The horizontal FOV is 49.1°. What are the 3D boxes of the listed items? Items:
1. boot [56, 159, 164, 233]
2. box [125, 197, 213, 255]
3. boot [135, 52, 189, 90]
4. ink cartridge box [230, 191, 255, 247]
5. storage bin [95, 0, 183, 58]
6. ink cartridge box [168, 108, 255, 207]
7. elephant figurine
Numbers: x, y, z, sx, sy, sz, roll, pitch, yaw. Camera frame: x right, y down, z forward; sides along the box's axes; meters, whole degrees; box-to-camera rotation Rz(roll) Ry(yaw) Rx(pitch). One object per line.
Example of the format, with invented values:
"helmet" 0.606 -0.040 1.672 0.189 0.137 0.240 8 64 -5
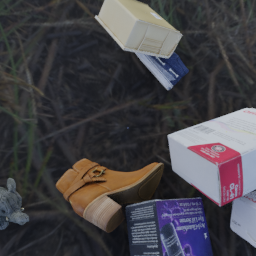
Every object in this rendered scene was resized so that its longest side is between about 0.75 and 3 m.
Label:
"boot" -0.429 1.307 7.350 1.968 0.937 2.544 27 41 34
"box" 0.983 2.769 6.394 1.613 1.137 2.179 7 66 -37
"boot" 0.877 -2.036 8.064 0.834 0.671 1.845 -41 92 7
"ink cartridge box" 3.687 2.070 6.407 2.096 1.535 0.900 -4 105 -25
"storage bin" 0.301 -2.691 7.376 1.661 0.784 1.673 -1 43 -39
"ink cartridge box" 2.555 0.509 6.639 2.603 1.921 1.115 -17 111 -18
"elephant figurine" -2.973 1.778 6.760 1.206 1.554 1.100 23 53 -19
